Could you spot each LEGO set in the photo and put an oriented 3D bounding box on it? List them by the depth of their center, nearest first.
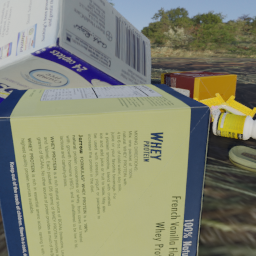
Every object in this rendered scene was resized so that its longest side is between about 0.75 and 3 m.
[{"bbox_3d":[2.399,-0.231,7.079,2.174,0.809,1.000,5,51,1],"label":"LEGO set"}]

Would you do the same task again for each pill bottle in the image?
[{"bbox_3d":[2.442,-0.033,6.274,0.955,0.537,0.537,10,19,31],"label":"pill bottle"}]

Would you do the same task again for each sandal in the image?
[{"bbox_3d":[2.502,0.520,4.447,1.857,0.530,0.737,15,23,41],"label":"sandal"}]

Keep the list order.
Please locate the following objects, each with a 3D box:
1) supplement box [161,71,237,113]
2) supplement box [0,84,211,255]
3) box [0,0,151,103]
[{"bbox_3d":[2.218,-1.178,9.039,1.689,1.137,1.712,-11,20,-32],"label":"supplement box"},{"bbox_3d":[-0.250,0.467,2.703,1.616,1.617,1.086,-4,19,-11],"label":"supplement box"},{"bbox_3d":[-1.436,-1.346,5.746,2.931,1.538,2.696,-9,-17,33],"label":"box"}]
